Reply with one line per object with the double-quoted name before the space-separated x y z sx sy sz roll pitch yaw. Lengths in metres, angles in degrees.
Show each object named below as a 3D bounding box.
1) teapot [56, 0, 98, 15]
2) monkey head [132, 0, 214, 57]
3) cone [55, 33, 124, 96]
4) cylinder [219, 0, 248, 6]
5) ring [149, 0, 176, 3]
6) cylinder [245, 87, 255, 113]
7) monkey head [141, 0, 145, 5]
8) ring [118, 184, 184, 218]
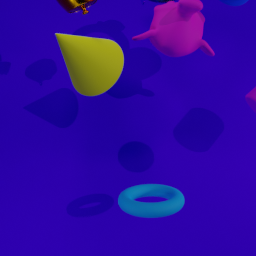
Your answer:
"teapot" -1.017 -2.737 5.793 0.950 1.527 0.748 -25 107 -8
"monkey head" 1.109 -2.144 6.066 1.913 1.376 1.153 9 98 -6
"cone" -0.984 -1.498 5.546 1.346 1.351 1.346 -8 71 25
"cylinder" 2.305 -3.206 5.430 1.156 1.156 1.156 3 80 -17
"ring" 0.693 -3.712 6.259 1.839 0.368 1.839 1 87 -14
"cylinder" 3.237 -0.653 5.910 1.025 1.025 1.025 -43 72 10
"monkey head" 0.334 -3.898 8.008 0.605 1.005 0.723 4 64 39
"ring" 0.389 1.211 4.756 1.118 1.118 0.224 -2 97 -1
